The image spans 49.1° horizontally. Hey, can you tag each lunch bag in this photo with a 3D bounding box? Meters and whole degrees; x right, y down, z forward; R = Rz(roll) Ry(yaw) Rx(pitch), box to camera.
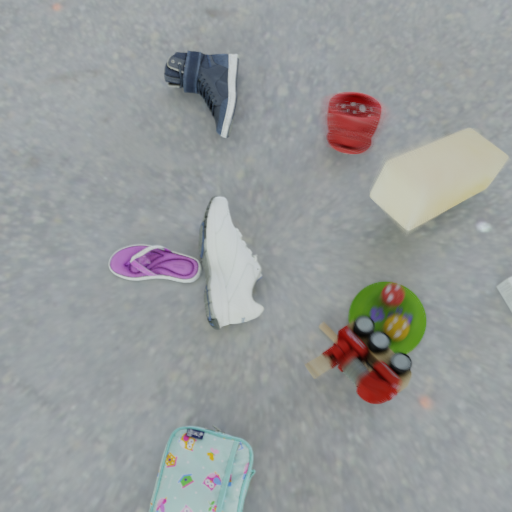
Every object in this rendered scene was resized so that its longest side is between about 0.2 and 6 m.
[{"bbox_3d":[-0.774,3.431,8.353,1.389,0.668,1.732,13,70,5],"label":"lunch bag"}]

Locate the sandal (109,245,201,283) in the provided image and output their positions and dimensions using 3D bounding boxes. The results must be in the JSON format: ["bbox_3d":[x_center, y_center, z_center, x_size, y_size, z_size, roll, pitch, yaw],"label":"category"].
[{"bbox_3d":[-1.762,0.087,9.722,1.625,0.399,0.661,4,70,1],"label":"sandal"}]

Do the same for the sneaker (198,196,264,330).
[{"bbox_3d":[-0.452,0.087,9.605,1.011,0.865,2.321,-4,77,-13],"label":"sneaker"}]

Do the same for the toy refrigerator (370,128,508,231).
[{"bbox_3d":[3.100,-1.322,9.463,2.411,0.843,0.915,-25,60,-35],"label":"toy refrigerator"}]

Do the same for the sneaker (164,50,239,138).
[{"bbox_3d":[-1.063,-3.098,10.637,1.415,0.745,1.958,5,60,-9],"label":"sneaker"}]

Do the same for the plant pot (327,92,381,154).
[{"bbox_3d":[1.727,-2.386,10.189,0.938,0.854,0.938,4,45,-4],"label":"plant pot"}]

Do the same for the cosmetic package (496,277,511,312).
[{"bbox_3d":[4.505,0.615,9.486,0.479,0.479,0.581,-23,72,-8],"label":"cosmetic package"}]

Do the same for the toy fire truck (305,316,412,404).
[{"bbox_3d":[1.458,1.683,8.393,1.401,0.902,1.233,-30,56,-19],"label":"toy fire truck"}]

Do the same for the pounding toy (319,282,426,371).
[{"bbox_3d":[2.064,1.069,9.151,1.693,0.785,1.306,-34,74,-12],"label":"pounding toy"}]
